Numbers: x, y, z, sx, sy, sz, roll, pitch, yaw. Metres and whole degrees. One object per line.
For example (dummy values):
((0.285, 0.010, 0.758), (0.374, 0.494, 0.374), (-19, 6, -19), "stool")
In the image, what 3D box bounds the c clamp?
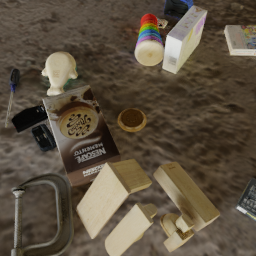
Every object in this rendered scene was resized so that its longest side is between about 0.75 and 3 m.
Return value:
((-2.642, 2.491, 7.585), (2.325, 0.369, 2.722), (-4, 57, -3), "c clamp")

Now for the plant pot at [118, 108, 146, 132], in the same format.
((0.143, -0.315, 9.596), (0.985, 0.135, 0.985), (0, 56, 0), "plant pot")

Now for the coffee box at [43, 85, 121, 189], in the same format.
((-1.431, 0.198, 8.652), (1.594, 1.126, 2.821), (-19, 58, -13), "coffee box")

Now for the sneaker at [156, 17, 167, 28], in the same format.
((1.267, -4.668, 12.390), (0.899, 0.316, 0.360), (16, 61, 10), "sneaker")

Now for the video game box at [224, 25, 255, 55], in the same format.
((4.893, -3.678, 11.696), (1.436, 0.369, 1.576), (0, 56, 3), "video game box")

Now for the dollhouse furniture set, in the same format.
((0.509, 2.303, 7.665), (2.516, 2.050, 2.393), (-5, 48, -47), "dollhouse furniture set")

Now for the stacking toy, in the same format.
((0.893, -3.791, 11.404), (1.138, 1.138, 2.666), (3, 52, 2), "stacking toy")

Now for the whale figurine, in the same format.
((-2.488, -1.933, 10.381), (1.348, 0.879, 1.694), (5, 81, 7), "whale figurine")

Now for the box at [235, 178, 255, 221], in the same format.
((3.841, 2.162, 7.821), (1.311, 0.334, 1.034), (31, 63, 20), "box")

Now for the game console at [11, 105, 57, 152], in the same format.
((-3.050, 0.047, 9.303), (1.139, 0.233, 1.930), (-29, 60, -18), "game console")

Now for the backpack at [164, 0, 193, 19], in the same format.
((2.349, -5.548, 12.605), (1.148, 0.933, 0.963), (30, 59, 19), "backpack")

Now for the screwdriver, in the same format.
((-4.110, -1.116, 10.016), (0.389, 0.373, 2.672), (10, 52, -31), "screwdriver")

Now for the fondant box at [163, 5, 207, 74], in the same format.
((2.174, -3.393, 10.774), (0.638, 1.579, 2.189), (27, 60, 17), "fondant box")
